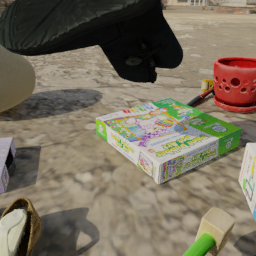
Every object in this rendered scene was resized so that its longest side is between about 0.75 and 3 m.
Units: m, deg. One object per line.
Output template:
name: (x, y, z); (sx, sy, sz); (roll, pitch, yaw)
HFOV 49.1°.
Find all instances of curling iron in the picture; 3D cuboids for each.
curling iron: (2.767, -1.093, 10.358); (2.292, 0.293, 0.568); (-22, 35, -37)

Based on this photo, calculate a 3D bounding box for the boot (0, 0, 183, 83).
boot: (-0.496, -1.474, 5.070); (2.785, 1.064, 2.340); (-12, -20, 14)

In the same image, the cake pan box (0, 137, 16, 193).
cake pan box: (-3.569, 0.862, 6.337); (1.893, 0.495, 1.743); (-6, 30, -12)

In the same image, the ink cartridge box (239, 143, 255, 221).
ink cartridge box: (2.873, 1.058, 5.357); (1.007, 1.012, 1.379); (2, 26, 5)

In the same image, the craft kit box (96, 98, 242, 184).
craft kit box: (1.019, 0.115, 7.667); (2.850, 0.691, 2.814); (-18, 35, -31)

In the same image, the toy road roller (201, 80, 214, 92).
toy road roller: (3.314, -1.749, 11.488); (0.771, 0.474, 0.563); (-1, 14, -13)

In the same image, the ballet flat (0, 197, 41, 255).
ballet flat: (-1.712, 1.879, 3.880); (0.835, 0.890, 2.462); (2, 27, -4)

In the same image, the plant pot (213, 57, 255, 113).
plant pot: (3.806, -1.506, 9.691); (1.792, 1.632, 1.792); (1, 28, 0)

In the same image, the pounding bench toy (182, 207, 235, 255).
pounding bench toy: (0.758, 2.052, 2.816); (1.961, 1.561, 2.514); (-9, 28, -15)

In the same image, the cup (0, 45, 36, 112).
cup: (-4.304, -1.690, 9.473); (2.606, 2.606, 1.864); (21, 18, 35)
